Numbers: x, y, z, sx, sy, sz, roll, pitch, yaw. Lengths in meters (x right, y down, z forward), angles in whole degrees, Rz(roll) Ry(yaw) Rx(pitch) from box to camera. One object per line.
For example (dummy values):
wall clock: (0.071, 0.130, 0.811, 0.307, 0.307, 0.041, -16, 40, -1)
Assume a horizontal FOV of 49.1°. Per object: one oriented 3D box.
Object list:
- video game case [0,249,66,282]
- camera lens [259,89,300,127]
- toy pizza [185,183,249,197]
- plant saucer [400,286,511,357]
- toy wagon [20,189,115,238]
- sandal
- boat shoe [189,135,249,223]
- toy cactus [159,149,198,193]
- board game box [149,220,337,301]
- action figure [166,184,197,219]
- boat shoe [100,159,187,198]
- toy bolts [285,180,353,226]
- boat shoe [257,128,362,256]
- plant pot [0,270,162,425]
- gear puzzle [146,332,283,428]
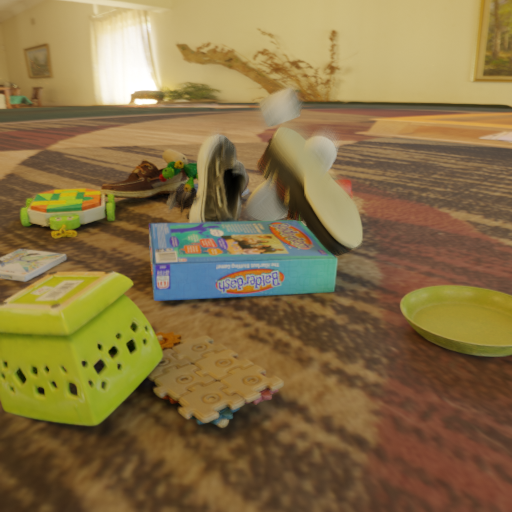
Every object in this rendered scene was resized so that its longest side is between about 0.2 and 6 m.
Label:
video game case: (-4.411, 0.156, 10.563, 1.108, 0.134, 1.216, 6, 20, 17)
camera lens: (0.456, -2.788, 10.521, 0.679, 0.543, 0.543, -18, 17, 12)
toy pizza: (-1.105, -1.756, 15.748, 1.829, 0.290, 1.829, 0, 21, 0)
plant saucer: (3.109, 0.943, 8.086, 2.023, 0.314, 2.023, 0, 19, 0)
toy wagon: (-4.491, -1.077, 13.444, 2.110, 0.538, 2.720, -5, 20, -12)
sandal: (0.792, -1.623, 12.051, 1.012, 2.486, 0.611, 36, 35, -22)
boat shoe: (-0.644, -1.617, 12.502, 1.108, 1.127, 3.125, -18, 47, 25)
toy cactus: (-1.892, -2.321, 15.488, 2.247, 1.149, 1.854, -19, 46, -43)
board game box: (-0.364, -0.006, 10.084, 3.036, 0.683, 2.309, -2, 20, -11)
action figure: (-1.614, -1.173, 12.347, 0.682, 0.586, 1.148, 22, -14, -6)
boat shoe: (-3.077, -2.169, 15.553, 2.816, 1.013, 1.016, -14, 15, -41)
toy bolts: (1.528, -0.970, 13.074, 1.644, 1.140, 1.570, -4, -23, 19)
boat shoe: (0.928, -1.065, 10.092, 1.089, 0.933, 2.977, 8, 41, -39)
plant pot: (-2.078, 0.928, 6.345, 1.384, 1.262, 1.390, -1, 22, 25)
gear puzzle: (-0.823, 1.423, 6.844, 1.208, 0.305, 2.332, -17, 23, -35)
